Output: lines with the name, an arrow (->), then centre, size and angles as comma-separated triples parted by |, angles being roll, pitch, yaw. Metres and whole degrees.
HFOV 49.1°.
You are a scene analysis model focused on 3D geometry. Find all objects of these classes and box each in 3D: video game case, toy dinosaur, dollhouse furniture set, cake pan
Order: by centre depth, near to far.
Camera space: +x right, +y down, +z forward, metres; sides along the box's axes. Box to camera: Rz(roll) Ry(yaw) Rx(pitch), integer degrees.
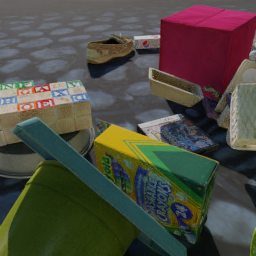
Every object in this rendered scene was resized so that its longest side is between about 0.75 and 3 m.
dollhouse furniture set -> 1.995, -1.154, 6.958 | 2.764, 1.962, 2.190 | 19, 34, -8
cake pan -> -2.332, 0.077, 7.123 | 2.917, 0.535, 2.917 | 0, 34, 0
video game case -> 1.225, 0.222, 7.198 | 1.465, 0.207, 1.621 | -14, 37, -20
toy dinosaur -> 2.656, -0.775, 7.939 | 1.265, 0.300, 0.558 | 31, 41, -26

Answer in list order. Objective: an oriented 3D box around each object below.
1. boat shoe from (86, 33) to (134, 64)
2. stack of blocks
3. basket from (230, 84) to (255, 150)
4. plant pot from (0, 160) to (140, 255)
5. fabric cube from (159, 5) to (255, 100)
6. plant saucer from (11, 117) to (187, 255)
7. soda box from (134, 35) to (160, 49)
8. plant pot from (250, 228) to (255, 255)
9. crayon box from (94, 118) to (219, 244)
boat shoe -> -0.690, -3.569, 12.165 | 1.016, 0.869, 2.773 | 22, 40, 29
stack of blocks -> -2.375, -0.467, 6.716 | 2.721, 0.797, 1.567 | -11, 36, -16
basket -> 2.710, -0.238, 5.993 | 0.904, 0.823, 1.334 | 2, 77, 14
plant pot -> -1.073, 1.729, 3.812 | 1.863, 1.863, 1.793 | 18, 51, 24
fabric cube -> 2.600, -2.567, 9.424 | 2.390, 2.345, 2.383 | 24, 42, 30
plant saucer -> -0.347, 0.916, 3.927 | 0.281, 2.961, 1.035 | -51, 17, -21
soda box -> 1.022, -4.089, 13.294 | 1.471, 0.468, 0.501 | -5, 35, -8
plant pot -> 2.620, 1.813, 3.732 | 1.632, 1.481, 1.624 | -28, 42, -34
crayon box -> 0.261, 0.901, 5.028 | 2.387, 1.501, 0.616 | 20, 43, 27
